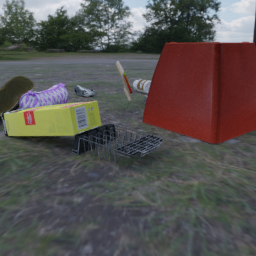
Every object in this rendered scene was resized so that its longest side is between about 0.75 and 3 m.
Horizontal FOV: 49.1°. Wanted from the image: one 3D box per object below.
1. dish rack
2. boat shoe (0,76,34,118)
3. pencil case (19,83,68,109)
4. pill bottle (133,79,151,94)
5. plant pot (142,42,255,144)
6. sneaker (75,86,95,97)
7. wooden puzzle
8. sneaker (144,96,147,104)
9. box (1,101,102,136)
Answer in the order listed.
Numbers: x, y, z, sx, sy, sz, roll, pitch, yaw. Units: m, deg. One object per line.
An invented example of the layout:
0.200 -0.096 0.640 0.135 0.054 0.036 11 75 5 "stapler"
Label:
-0.215 0.377 6.702 1.944 0.530 1.491 14 23 35 "dish rack"
-4.418 -0.808 9.849 1.059 0.974 2.963 30 41 1 "boat shoe"
-3.140 -1.084 10.656 0.973 0.991 2.318 11 18 11 "pencil case"
0.821 -2.261 15.102 0.689 0.689 1.206 -11 20 -32 "pill bottle"
2.477 -1.376 8.854 2.951 2.603 2.953 -14 22 -37 "plant pot"
-2.144 -1.844 14.277 0.726 0.472 1.257 -8 28 -40 "sneaker"
-0.114 -1.806 10.686 0.235 1.261 1.167 -19 37 -2 "wooden puzzle"
0.963 -1.184 12.057 0.492 0.421 1.130 5 17 0 "sneaker"
-2.125 -0.226 7.479 2.830 0.709 1.065 0 13 37 "box"
